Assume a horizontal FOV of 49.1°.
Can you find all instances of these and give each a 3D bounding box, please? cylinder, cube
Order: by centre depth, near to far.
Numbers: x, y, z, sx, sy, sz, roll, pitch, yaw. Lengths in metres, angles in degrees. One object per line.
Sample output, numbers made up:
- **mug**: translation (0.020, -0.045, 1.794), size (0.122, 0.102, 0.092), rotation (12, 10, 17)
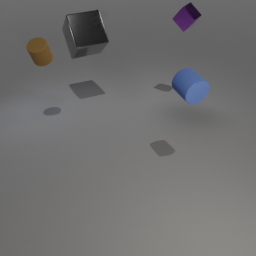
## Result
- **cylinder**: translation (1.599, -1.078, 7.219), size (0.700, 0.700, 0.700), rotation (-13, 45, -21)
- **cylinder**: translation (-3.012, -2.601, 9.587), size (0.700, 0.700, 0.700), rotation (-2, 61, 4)
- **cube**: translation (2.362, -4.441, 11.212), size (0.700, 0.700, 0.700), rotation (48, 51, -3)
- **cube**: translation (-1.810, -3.893, 11.755), size (1.400, 1.400, 1.400), rotation (-18, 3, -20)
